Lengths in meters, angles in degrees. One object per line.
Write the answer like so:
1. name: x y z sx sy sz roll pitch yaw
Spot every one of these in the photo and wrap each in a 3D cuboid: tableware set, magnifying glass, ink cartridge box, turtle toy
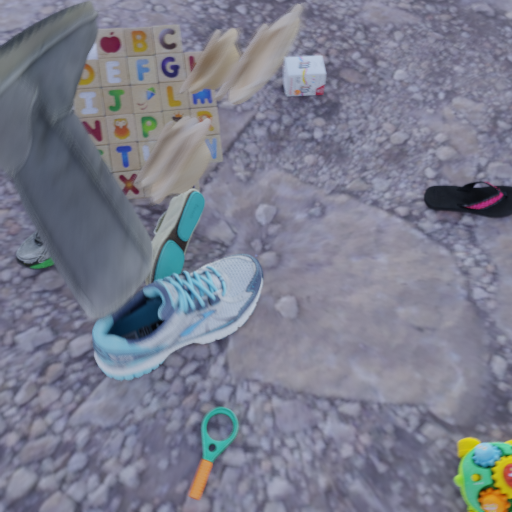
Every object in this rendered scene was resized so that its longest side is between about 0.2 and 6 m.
1. tableware set: -0.824 -2.294 8.640 0.443 3.822 3.192 32 91 -26
2. magnifying glass: -0.715 3.086 8.819 0.574 0.161 1.442 16 61 9
3. ink cartridge box: 1.095 -4.148 12.933 0.890 0.647 0.644 -4 59 -2
4. turtle toy: 3.862 3.318 8.206 1.863 0.942 1.358 2 59 1

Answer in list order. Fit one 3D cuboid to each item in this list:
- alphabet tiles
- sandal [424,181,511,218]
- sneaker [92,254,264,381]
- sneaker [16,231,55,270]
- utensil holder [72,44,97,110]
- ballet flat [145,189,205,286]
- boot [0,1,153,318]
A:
1. alphabet tiles: -2.193 -2.901 11.318 2.832 0.108 3.404 -7 93 -10
2. sandal: 4.417 -1.186 11.244 1.996 0.450 0.750 2 59 1
3. sneaker: -1.225 0.882 9.415 3.270 1.412 1.269 -32 64 -18
4. sneaker: -3.777 -0.620 10.646 0.815 0.889 2.088 29 64 16
5. utensil holder: -3.539 -3.931 12.246 1.983 1.685 1.685 12 59 10
6. ballet flat: -1.678 -0.245 10.584 0.838 0.838 2.413 15 58 9
7. boot: -2.626 -1.502 8.723 1.392 3.837 3.489 -5 43 37
